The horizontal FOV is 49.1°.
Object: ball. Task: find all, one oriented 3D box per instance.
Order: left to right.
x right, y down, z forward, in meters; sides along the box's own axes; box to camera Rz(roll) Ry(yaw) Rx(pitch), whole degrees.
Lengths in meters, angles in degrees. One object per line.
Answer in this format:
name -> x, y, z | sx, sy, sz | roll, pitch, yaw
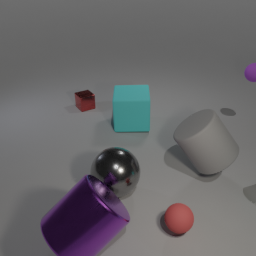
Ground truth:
ball -> -0.352, 1.235, 7.870 | 1.400, 1.400, 1.400 | 0, 31, 0
ball -> 1.227, 2.164, 6.726 | 0.700, 0.700, 0.700 | 0, 31, 0
ball -> 4.690, -2.056, 10.378 | 0.700, 0.700, 0.700 | 0, 31, 0

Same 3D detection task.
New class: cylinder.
cylinder -> -0.909, 1.984, 6.113 | 1.400, 1.400, 1.400 | -45, 40, 0
cylinder -> 2.295, 0.400, 8.256 | 1.400, 1.400, 1.400 | -35, 17, 13

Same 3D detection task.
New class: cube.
cube -> -1.951, -1.245, 12.731 | 0.700, 0.700, 0.700 | -18, 35, -27
cube -> 0.150, -0.796, 11.156 | 1.400, 1.400, 1.400 | -1, 33, 2
